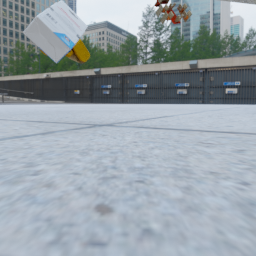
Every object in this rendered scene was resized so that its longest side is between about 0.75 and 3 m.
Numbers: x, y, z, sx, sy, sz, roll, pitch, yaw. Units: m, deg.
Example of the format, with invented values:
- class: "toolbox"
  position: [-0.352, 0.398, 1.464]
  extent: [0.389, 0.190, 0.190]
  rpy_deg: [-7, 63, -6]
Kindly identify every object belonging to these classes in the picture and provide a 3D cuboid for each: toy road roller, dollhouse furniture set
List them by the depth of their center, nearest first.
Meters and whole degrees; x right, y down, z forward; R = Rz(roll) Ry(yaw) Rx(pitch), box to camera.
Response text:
- class: "dollhouse furniture set"
  position: [1.430, -4.069, 9.722]
  extent: [1.166, 1.153, 0.601]
  rpy_deg: [-18, -17, -32]
- class: "toy road roller"
  position: [-2.557, -3.129, 11.027]
  extent: [1.157, 1.375, 1.884]
  rpy_deg: [30, -15, 42]

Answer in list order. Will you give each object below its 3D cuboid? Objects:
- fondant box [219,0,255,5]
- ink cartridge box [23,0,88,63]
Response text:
- class: "fondant box"
  position: [2.055, -2.758, 4.661]
  extent: [0.509, 1.262, 1.749]
  rpy_deg: [41, 14, -26]
- class: "ink cartridge box"
  position: [-1.932, -2.756, 7.869]
  extent: [0.650, 1.129, 1.949]
  rpy_deg: [-36, 23, 28]
